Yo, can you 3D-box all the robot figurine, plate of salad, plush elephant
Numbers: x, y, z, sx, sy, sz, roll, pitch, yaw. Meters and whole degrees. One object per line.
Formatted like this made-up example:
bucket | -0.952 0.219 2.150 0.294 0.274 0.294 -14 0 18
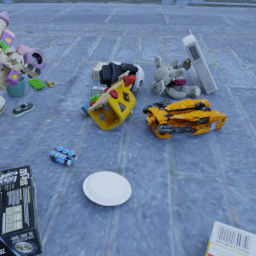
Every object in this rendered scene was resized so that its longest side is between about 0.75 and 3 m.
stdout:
robot figurine | 1.783 -0.317 9.256 2.608 0.759 1.891 -9 34 -16
plate of salad | -0.509 1.499 6.873 1.190 0.286 1.190 9 30 -5
plush elephant | 1.673 -1.985 10.947 2.038 1.678 1.578 -10 -9 14
robot figurine | -0.232 -2.057 11.333 1.810 1.130 1.360 2 19 -22

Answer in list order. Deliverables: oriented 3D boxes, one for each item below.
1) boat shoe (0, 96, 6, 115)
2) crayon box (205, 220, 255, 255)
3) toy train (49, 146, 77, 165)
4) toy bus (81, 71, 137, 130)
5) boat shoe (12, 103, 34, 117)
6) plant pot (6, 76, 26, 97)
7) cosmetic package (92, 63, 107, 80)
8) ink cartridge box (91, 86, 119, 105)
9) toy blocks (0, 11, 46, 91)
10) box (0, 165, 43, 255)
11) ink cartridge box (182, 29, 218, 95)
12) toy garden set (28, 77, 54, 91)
boat shoe | -5.406 -0.566 9.439 1.056 0.966 2.825 17 37 25
crayon box | 1.867 2.779 4.578 1.474 0.590 2.322 15 35 22
toy train | -1.825 0.819 7.909 0.773 0.335 0.441 18 46 23
toy bus | -0.338 -0.895 9.741 2.291 1.184 2.162 -38 15 -6
boat shoe | -3.855 -0.747 10.357 0.358 0.286 0.948 14 35 20
plant pot | -4.571 -1.663 11.415 0.856 0.687 0.856 0 33 0
cosmetic package | -1.314 -2.661 13.138 0.433 0.513 0.993 8 32 12
ink cartridge box | -0.839 -1.210 10.747 1.146 0.624 0.288 8 27 12
toy blocks | -3.428 -2.406 7.540 2.215 2.070 1.865 -9 59 42
box | -2.720 1.809 5.867 1.571 0.826 1.919 -11 34 -17
ink cartridge box | 2.960 -2.824 11.810 0.506 2.325 2.018 -25 28 17
toy garden set | -3.810 -1.948 12.328 0.867 0.207 1.039 -22 38 -27
